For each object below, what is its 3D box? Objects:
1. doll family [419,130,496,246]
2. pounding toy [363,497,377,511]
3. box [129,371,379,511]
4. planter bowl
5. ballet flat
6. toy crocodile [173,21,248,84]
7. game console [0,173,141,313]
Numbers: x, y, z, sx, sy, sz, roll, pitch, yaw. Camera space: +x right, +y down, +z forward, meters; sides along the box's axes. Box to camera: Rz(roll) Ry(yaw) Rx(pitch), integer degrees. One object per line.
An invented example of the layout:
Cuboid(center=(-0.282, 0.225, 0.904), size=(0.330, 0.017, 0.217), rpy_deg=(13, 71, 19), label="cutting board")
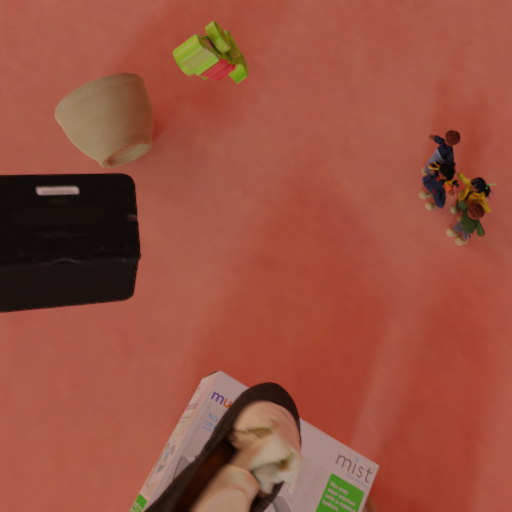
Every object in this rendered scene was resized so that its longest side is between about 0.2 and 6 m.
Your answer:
Cuboid(center=(3.424, -1.235, 9.643), size=(0.810, 1.193, 2.064), rpy_deg=(-29, 67, -13), label="doll family")
Cuboid(center=(1.874, 4.339, 6.609), size=(1.589, 2.057, 2.235), rpy_deg=(29, 67, 1), label="pounding toy")
Cuboid(center=(-0.058, 3.071, 7.208), size=(2.483, 1.201, 2.191), rpy_deg=(33, 67, -5), label="box")
Cuboid(center=(-2.548, -2.293, 10.033), size=(1.708, 1.708, 1.150), rpy_deg=(-26, 88, -12), label="planter bowl")
Cuboid(center=(-0.118, 1.844, 4.619), size=(0.842, 0.847, 2.477), rpy_deg=(51, 42, -2), label="ballet flat")
Cuboid(center=(-0.658, -3.017, 8.614), size=(0.780, 2.312, 0.714), rpy_deg=(-30, 98, 15), label="toy crocodile")
Cuboid(center=(-2.448, -0.147, 6.996), size=(1.830, 1.065, 1.610), rpy_deg=(-5, 89, -21), label="game console")
